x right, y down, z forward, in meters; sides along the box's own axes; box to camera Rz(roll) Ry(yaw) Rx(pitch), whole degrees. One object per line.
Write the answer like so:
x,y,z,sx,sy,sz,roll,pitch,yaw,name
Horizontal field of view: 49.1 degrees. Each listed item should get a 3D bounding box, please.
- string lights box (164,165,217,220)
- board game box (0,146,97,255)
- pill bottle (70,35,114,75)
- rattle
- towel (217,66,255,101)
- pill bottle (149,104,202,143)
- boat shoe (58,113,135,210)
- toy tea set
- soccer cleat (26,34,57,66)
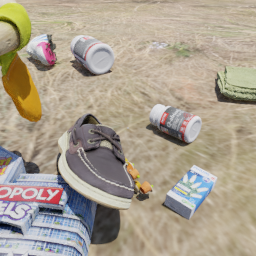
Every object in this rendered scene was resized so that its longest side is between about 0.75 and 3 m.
1.135,1.119,5.002,0.503,0.289,0.980,28,42,29,string lights box
-1.891,1.274,4.266,2.677,0.826,2.675,1,33,2,board game box
-1.420,-2.845,10.618,1.126,1.126,1.944,-17,36,-26,pill bottle
-2.693,-0.849,3.753,2.698,1.928,1.757,-19,63,-26,rattle
4.291,-1.336,8.771,2.867,0.523,2.127,6,31,12,towel
1.112,-0.141,6.708,1.134,0.657,0.657,25,40,36,pill bottle
-0.578,0.371,4.893,1.047,0.943,2.910,26,5,-23,boat shoe
0.157,0.864,5.146,0.316,0.508,0.854,-31,67,-27,toy tea set
-3.561,-3.064,11.354,1.174,0.950,2.719,-19,32,-1,soccer cleat
